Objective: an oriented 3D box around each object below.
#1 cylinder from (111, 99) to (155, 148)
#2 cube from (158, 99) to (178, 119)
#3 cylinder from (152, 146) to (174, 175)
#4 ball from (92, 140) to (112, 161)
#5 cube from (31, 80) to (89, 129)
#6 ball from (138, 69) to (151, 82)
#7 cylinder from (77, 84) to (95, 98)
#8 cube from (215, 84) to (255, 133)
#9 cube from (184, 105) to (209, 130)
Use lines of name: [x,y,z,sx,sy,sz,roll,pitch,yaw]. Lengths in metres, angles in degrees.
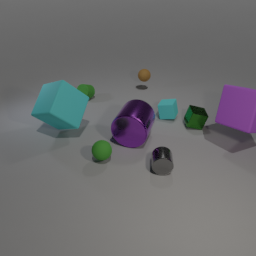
cylinder: [0.220,-0.190,10.748,1.400,1.400,1.400,9,33,15]
cube: [1.800,-0.851,12.576,0.700,0.700,0.700,-1,27,25]
cylinder: [1.134,1.083,9.267,0.700,0.700,0.700,2,29,3]
ball: [-0.895,0.762,9.589,0.700,0.700,0.700,0,29,0]
cube: [-2.640,-0.856,10.971,1.400,1.400,1.400,-2,64,43]
ball: [0.890,-2.880,15.308,0.700,0.700,0.700,0,29,0]
cylinder: [-2.149,-1.870,14.265,0.700,0.700,0.700,13,10,21]
cube: [4.202,-0.681,9.914,1.400,1.400,1.400,0,17,-38]
cube: [2.850,-0.450,11.778,0.700,0.700,0.700,12,33,-9]
